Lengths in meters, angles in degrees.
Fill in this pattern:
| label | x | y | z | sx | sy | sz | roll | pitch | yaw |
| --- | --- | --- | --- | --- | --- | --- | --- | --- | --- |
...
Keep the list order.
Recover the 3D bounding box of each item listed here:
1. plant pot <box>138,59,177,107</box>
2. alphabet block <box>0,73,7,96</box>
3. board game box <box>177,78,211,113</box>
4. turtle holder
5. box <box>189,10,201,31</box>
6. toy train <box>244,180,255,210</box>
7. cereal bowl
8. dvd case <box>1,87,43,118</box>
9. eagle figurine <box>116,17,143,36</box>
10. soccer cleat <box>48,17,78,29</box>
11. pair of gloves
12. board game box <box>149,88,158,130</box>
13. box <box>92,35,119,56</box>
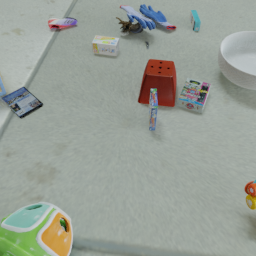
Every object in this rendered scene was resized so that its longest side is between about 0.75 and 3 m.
| label | x | y | z | sx | sy | sz | roll | pitch | yaw |
| --- | --- | --- | --- | --- | --- | --- | --- | --- | --- |
| plant pot | 1.042 | -1.596 | 9.445 | 1.261 | 1.112 | 1.262 | 7 | 50 | 6 |
| alphabet block | -5.049 | -1.883 | 9.365 | 1.394 | 1.402 | 1.427 | -19 | 59 | -21 |
| board game box | 2.255 | -1.118 | 9.517 | 0.860 | 0.375 | 1.166 | 18 | 54 | 14 |
| turtle holder | -2.030 | 2.415 | 5.953 | 1.545 | 2.033 | 1.444 | 38 | 54 | -10 |
| box | 3.024 | -4.875 | 12.662 | 0.265 | 0.444 | 1.079 | -2 | 50 | -2 |
| toy train | 3.580 | 1.567 | 6.531 | 1.650 | 2.197 | 0.611 | -48 | 21 | -1 |
| cereal bowl | 4.500 | -2.265 | 9.998 | 2.703 | 1.126 | 2.703 | 0 | 50 | -1 |
| dvd case | -3.587 | -0.892 | 9.504 | 0.885 | 0.109 | 1.240 | -37 | 58 | -28 |
| eagle figurine | 0.096 | -4.486 | 12.249 | 0.851 | 1.128 | 0.856 | -24 | 86 | 26 |
| soccer cleat | -2.915 | -4.662 | 12.564 | 1.315 | 0.448 | 0.481 | -5 | 78 | -14 |
| pair of gloves | 0.858 | -4.909 | 12.304 | 2.553 | 0.291 | 2.052 | -16 | 53 | -40 |
| board game box | 0.764 | -0.552 | 8.563 | 0.190 | 1.102 | 0.746 | 0 | 49 | 0 |
| box | -0.893 | -3.322 | 11.300 | 0.999 | 0.506 | 0.562 | 9 | 50 | 8 |
